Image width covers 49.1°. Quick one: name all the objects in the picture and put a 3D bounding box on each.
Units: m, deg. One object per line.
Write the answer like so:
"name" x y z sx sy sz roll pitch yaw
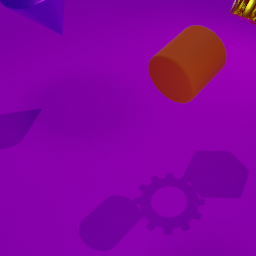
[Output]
"cylinder" 0.965 -1.035 4.593 0.924 0.924 0.924 34 66 30
"cone" -2.042 -2.990 7.182 1.680 1.686 1.680 -6 63 11
"gear" 2.494 -1.784 4.743 1.521 0.281 1.521 20 26 -10
